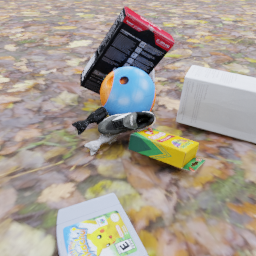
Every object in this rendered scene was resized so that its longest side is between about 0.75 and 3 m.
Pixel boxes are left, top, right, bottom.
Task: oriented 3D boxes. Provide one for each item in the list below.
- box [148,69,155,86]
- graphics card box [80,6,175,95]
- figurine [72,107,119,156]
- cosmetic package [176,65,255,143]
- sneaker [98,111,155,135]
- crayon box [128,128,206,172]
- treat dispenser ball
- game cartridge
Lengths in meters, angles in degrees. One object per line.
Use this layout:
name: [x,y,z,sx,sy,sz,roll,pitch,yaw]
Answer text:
box: [0.660,-1.896,10.487,0.677,0.869,0.179,4,21,28]
graphics card box: [-0.109,-2.103,8.736,1.742,2.777,0.706,21,39,-27]
figurine: [-0.851,0.098,7.425,1.008,1.033,0.445,-33,6,-35]
cosmetic package: [2.876,-0.665,7.881,2.721,1.536,1.104,17,35,14]
sneaker: [-0.013,-0.157,7.158,1.558,0.518,0.705,-11,-2,-5]
crayon box: [1.018,0.490,6.948,1.727,0.439,1.096,18,17,25]
treat dispenser ball: [0.003,-0.948,8.061,1.609,1.609,1.609,0,32,0]
game cartridge: [-0.508,2.036,4.870,1.346,0.409,2.019,-17,36,-18]
